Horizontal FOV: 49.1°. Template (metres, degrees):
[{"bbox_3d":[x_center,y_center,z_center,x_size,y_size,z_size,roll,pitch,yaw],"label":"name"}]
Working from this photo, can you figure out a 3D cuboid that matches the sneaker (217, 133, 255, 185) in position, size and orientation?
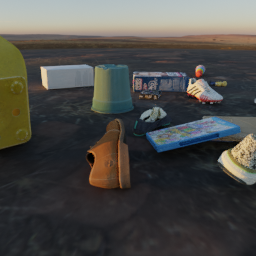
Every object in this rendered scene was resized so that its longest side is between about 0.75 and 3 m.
[{"bbox_3d":[2.876,0.421,5.572,2.361,1.046,0.908,-8,45,-38],"label":"sneaker"}]

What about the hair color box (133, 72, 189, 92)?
[{"bbox_3d":[1.625,-2.363,14.285,2.716,0.822,1.358,0,19,0],"label":"hair color box"}]

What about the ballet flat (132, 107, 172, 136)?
[{"bbox_3d":[0.810,-0.293,8.683,0.683,0.683,1.871,15,24,37],"label":"ballet flat"}]

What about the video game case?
[{"bbox_3d":[1.585,0.123,7.237,2.050,0.182,1.467,-13,12,-4],"label":"video game case"}]

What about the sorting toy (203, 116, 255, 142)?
[{"bbox_3d":[3.615,0.104,7.855,2.963,0.436,2.190,3,16,15],"label":"sorting toy"}]

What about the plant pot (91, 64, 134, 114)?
[{"bbox_3d":[-0.614,-1.558,10.776,1.675,1.641,1.675,0,20,0],"label":"plant pot"}]

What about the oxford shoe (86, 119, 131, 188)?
[{"bbox_3d":[-0.459,0.436,6.277,0.922,0.922,2.586,-6,21,0],"label":"oxford shoe"}]

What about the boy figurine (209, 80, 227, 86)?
[{"bbox_3d":[4.924,-2.443,15.332,0.909,0.293,0.565,7,18,25],"label":"boy figurine"}]

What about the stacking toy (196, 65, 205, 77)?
[{"bbox_3d":[4.783,-3.733,18.711,0.629,0.629,1.473,6,27,18],"label":"stacking toy"}]

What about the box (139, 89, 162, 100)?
[{"bbox_3d":[1.050,-1.554,12.857,0.871,0.237,1.087,5,20,14],"label":"box"}]

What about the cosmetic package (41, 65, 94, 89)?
[{"bbox_3d":[-3.259,-2.800,15.127,2.536,1.076,1.365,-10,23,-23],"label":"cosmetic package"}]

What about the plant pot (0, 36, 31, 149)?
[{"bbox_3d":[-3.861,-0.695,6.913,2.801,2.782,2.865,-17,31,-40],"label":"plant pot"}]

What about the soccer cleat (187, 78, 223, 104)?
[{"bbox_3d":[3.253,-1.613,12.018,0.731,0.907,2.130,-7,20,-19],"label":"soccer cleat"}]
